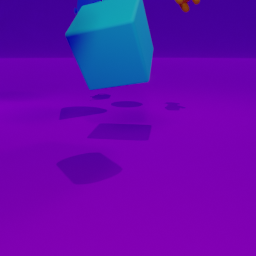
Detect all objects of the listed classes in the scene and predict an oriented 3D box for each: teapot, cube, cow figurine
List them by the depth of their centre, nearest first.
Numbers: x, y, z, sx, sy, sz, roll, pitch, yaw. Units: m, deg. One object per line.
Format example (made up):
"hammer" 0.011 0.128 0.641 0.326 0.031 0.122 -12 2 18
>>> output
"cube" -0.256 -1.580 5.197 1.187 1.187 1.187 -6 43 16
"cow figurine" 1.384 -3.596 7.221 0.638 1.143 1.162 -31 -15 28
"teapot" -1.360 -3.889 9.396 0.897 1.833 1.139 1 -25 3
